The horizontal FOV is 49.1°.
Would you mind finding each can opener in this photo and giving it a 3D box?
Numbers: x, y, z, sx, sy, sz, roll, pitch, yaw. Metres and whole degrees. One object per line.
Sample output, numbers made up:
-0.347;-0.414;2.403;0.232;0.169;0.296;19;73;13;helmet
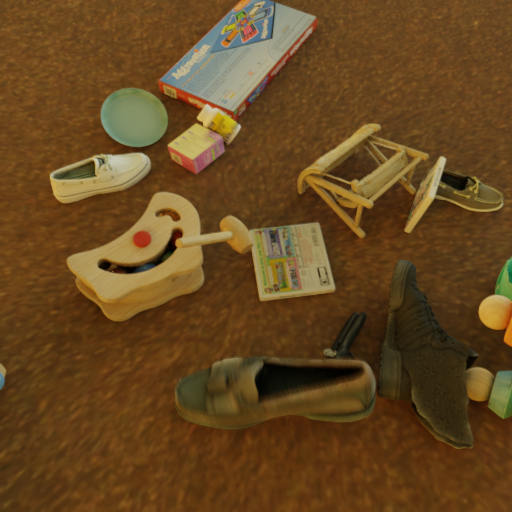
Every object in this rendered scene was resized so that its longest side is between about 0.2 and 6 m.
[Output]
1.548;1.516;9.799;0.432;0.536;1.363;-8;42;43;can opener

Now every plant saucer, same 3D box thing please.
-2.740;-3.079;12.607;1.462;0.200;1.462;5;72;-15;plant saucer

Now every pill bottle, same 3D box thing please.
-0.836;-2.921;12.363;0.890;0.500;0.500;34;58;-14;pill bottle

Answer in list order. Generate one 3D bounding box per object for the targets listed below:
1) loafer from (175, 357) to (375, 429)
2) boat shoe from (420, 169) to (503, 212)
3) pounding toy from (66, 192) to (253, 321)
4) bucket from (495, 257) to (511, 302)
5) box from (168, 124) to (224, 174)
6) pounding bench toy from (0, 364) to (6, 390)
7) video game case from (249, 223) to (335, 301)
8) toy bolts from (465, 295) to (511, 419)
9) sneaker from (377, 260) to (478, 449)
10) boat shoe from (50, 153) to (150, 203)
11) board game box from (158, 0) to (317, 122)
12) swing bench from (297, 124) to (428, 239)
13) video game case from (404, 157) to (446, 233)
0.251;1.977;8.788;3.218;1.012;1.156;-3;49;5;loafer
4.283;-1.378;11.561;1.687;0.504;0.603;17;58;11;boat shoe
-1.811;-0.336;10.093;3.169;1.818;1.812;-23;63;-16;pounding toy
4.970;0.594;10.103;1.230;0.800;1.230;0;56;0;bucket
-1.299;-2.333;12.169;0.797;0.438;0.906;32;63;28;box
-4.971;1.901;8.501;1.597;2.048;1.272;3;57;3;pounding bench toy
0.664;0.088;10.807;1.419;0.172;1.558;-7;58;-5;video game case
4.299;1.635;9.235;1.437;1.979;2.072;16;90;25;toy bolts
2.923;1.530;9.372;1.572;0.905;3.014;7;64;16;sneaker
-3.217;-1.730;11.671;2.105;0.703;0.774;-27;61;-16;boat shoe
-0.358;-5.074;14.034;2.140;0.404;4.157;27;61;15;board game box
2.105;-1.665;11.355;1.816;1.184;1.826;-39;65;-22;swing bench
3.318;-1.184;11.020;0.143;1.205;1.096;24;59;4;video game case
